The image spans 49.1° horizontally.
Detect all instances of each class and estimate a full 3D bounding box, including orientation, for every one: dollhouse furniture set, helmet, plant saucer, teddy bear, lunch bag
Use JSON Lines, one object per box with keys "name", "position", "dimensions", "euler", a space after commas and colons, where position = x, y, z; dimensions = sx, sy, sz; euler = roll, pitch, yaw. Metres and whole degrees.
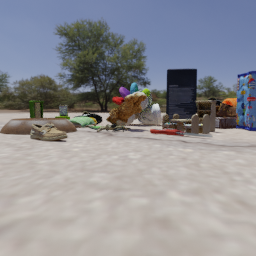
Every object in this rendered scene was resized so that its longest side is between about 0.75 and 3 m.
{"name": "dollhouse furniture set", "position": [-2.914, -0.651, 12.516], "dimensions": [2.968, 1.146, 1.483], "euler": [1, 5, 20]}
{"name": "dollhouse furniture set", "position": [2.145, -0.392, 9.344], "dimensions": [1.587, 1.054, 1.391], "euler": [-3, 5, -34]}
{"name": "helmet", "position": [4.040, -0.817, 13.794], "dimensions": [1.265, 1.327, 1.327], "euler": [-32, -1, 9]}
{"name": "plant saucer", "position": [-3.022, -0.100, 9.611], "dimensions": [2.538, 0.464, 2.538], "euler": [1, 5, 0]}
{"name": "teddy bear", "position": [-0.037, -0.638, 10.537], "dimensions": [1.930, 0.644, 1.399], "euler": [-41, -14, 25]}
{"name": "lunch bag", "position": [5.603, -0.986, 10.332], "dimensions": [2.794, 2.104, 1.314], "euler": [0, 5, -1]}

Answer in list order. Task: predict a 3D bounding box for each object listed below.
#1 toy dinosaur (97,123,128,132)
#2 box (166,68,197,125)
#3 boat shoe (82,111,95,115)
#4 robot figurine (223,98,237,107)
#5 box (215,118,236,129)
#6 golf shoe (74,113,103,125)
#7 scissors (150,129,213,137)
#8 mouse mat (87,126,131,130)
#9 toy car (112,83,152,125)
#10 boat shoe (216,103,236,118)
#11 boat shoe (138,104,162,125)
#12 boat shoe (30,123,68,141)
{"name": "toy dinosaur", "position": [-0.432, -0.004, 9.583], "dimensions": [1.244, 0.295, 0.548], "euler": [2, -4, -28]}
{"name": "box", "position": [2.584, -1.464, 13.661], "dimensions": [1.399, 2.612, 1.939], "euler": [1, 5, 10]}
{"name": "boat shoe", "position": [-2.231, -0.563, 14.915], "dimensions": [1.728, 0.639, 0.638], "euler": [4, 5, 43]}
{"name": "robot figurine", "position": [5.872, -0.891, 14.831], "dimensions": [2.331, 1.359, 1.676], "euler": [-3, -17, -19]}
{"name": "box", "position": [3.979, -0.208, 11.323], "dimensions": [1.190, 0.446, 0.596], "euler": [0, 3, -27]}
{"name": "golf shoe", "position": [-2.002, -0.450, 13.929], "dimensions": [1.464, 0.569, 0.692], "euler": [0, 4, -11]}
{"name": "scissors", "position": [1.414, 0.169, 8.127], "dimensions": [0.888, 0.169, 2.429], "euler": [1, 4, -18]}
{"name": "mouse mat", "position": [-0.810, -0.020, 11.338], "dimensions": [1.442, 0.067, 1.792], "euler": [-1, 3, -19]}
{"name": "toy car", "position": [0.094, -1.265, 13.621], "dimensions": [1.593, 2.124, 1.859], "euler": [43, 19, 3]}
{"name": "boat shoe", "position": [4.240, -0.652, 12.290], "dimensions": [2.437, 0.823, 0.877], "euler": [-3, 29, 32]}
{"name": "boat shoe", "position": [0.994, -0.631, 14.026], "dimensions": [0.974, 1.024, 2.844], "euler": [-14, 7, -6]}
{"name": "boat shoe", "position": [-2.022, 0.090, 7.014], "dimensions": [1.273, 0.411, 0.454], "euler": [3, 5, 34]}
